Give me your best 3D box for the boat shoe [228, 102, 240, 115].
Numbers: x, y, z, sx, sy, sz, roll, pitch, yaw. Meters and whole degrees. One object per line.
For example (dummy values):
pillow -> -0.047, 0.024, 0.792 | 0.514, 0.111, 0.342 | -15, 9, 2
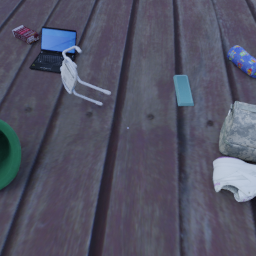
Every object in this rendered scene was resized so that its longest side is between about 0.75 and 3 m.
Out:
boat shoe -> 3.876, -0.570, 10.060 | 0.450, 0.441, 1.272 | 25, 54, 19

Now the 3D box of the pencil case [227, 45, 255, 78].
pencil case -> 4.980, -2.813, 11.795 | 0.729, 0.655, 1.679 | -34, 56, -1

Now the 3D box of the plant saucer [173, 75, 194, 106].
plant saucer -> 2.190, -1.528, 11.063 | 0.602, 0.163, 1.723 | 0, 49, 0

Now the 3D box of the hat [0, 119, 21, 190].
hat -> -4.357, 0.650, 9.177 | 2.169, 2.305, 2.618 | -8, 89, -7

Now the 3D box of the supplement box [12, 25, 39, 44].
supplement box -> -4.878, -4.465, 13.394 | 1.157, 0.352, 0.630 | 30, 56, 24

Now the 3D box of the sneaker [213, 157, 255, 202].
sneaker -> 3.677, 1.629, 8.076 | 2.473, 0.926, 1.232 | 9, 65, 12

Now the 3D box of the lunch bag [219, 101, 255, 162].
lunch bag -> 4.025, 0.057, 8.713 | 2.009, 1.685, 1.400 | 14, 51, 11

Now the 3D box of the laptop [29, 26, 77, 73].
laptop -> -3.217, -3.381, 12.085 | 1.667, 0.972, 1.881 | 9, 50, 8

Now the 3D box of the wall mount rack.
wall mount rack -> -1.596, -1.650, 9.761 | 0.854, 2.291, 1.991 | -31, 89, -20
